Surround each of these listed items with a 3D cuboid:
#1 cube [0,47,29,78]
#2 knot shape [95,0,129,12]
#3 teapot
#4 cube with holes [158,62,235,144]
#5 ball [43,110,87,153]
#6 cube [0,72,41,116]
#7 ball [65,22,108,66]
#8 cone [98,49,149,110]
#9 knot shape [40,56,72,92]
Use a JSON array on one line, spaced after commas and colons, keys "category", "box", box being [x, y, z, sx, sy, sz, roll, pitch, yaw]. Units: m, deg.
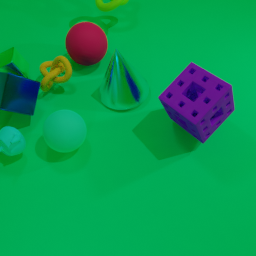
[{"category": "cube", "box": [-3.345, -1.707, 7.989, 0.721, 0.721, 0.721, -22, 50, 11]}, {"category": "knot shape", "box": [-0.519, -4.637, 9.405, 1.520, 0.751, 1.625, -27, 75, -31]}, {"category": "teapot", "box": [-2.812, 0.348, 6.632, 0.581, 1.187, 0.738, -45, 108, -39]}, {"category": "cube with holes", "box": [1.677, -0.586, 6.760, 1.171, 1.171, 1.171, -47, 57, -2]}, {"category": "ball", "box": [-1.531, 0.075, 6.802, 1.041, 1.041, 1.041, 0, 54, 0]}, {"category": "cube", "box": [-2.967, -0.885, 7.219, 0.908, 0.908, 0.908, 13, 90, 39]}, {"category": "ball", "box": [-1.262, -2.564, 8.566, 1.283, 1.283, 1.283, 0, 54, 0]}, {"category": "cone", "box": [-0.215, -1.547, 7.631, 1.503, 1.509, 1.503, -4, 53, 5]}, {"category": "knot shape", "box": [-2.158, -1.650, 8.157, 1.161, 0.536, 1.086, -39, 44, 10]}]
